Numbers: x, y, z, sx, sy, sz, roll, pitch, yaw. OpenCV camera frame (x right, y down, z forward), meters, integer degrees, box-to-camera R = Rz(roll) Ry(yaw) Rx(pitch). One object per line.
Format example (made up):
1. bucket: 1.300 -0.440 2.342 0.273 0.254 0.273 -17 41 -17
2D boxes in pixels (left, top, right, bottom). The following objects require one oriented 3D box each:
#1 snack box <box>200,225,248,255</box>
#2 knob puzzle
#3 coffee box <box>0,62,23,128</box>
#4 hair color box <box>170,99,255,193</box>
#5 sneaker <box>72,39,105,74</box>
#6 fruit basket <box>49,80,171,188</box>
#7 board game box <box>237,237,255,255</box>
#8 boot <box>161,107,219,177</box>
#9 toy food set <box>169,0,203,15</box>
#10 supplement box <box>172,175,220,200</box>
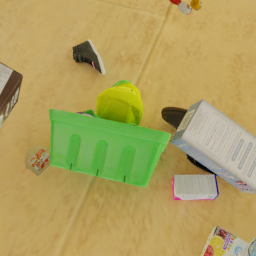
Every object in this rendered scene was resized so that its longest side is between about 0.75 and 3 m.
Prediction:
1. snack box: 2.210 2.775 5.746 1.313 0.348 0.934 29 65 15
2. knob puzzle: -2.222 0.762 6.970 0.828 0.115 0.828 0 62 0
3. coffee box: -3.107 -0.091 5.426 0.961 1.379 2.411 29 62 -14
4. hair color box: 2.118 0.434 6.169 2.124 0.644 1.052 34 74 -6
5. sneaker: -1.191 -1.992 8.264 0.724 0.516 1.459 -24 59 -10
6. fruit basket: -0.308 -0.107 6.564 2.795 2.016 2.795 -1 79 4
7. board game box: 1.499 1.787 2.735 0.384 1.587 2.099 36 101 -5
8. boot: 1.614 0.286 6.849 2.125 0.794 1.030 27 63 12
9. toy food set: 1.543 -3.605 7.586 0.662 0.702 1.470 -2 58 -51
10. supplement box: 1.524 1.371 6.431 0.957 0.484 0.495 -1 62 0
